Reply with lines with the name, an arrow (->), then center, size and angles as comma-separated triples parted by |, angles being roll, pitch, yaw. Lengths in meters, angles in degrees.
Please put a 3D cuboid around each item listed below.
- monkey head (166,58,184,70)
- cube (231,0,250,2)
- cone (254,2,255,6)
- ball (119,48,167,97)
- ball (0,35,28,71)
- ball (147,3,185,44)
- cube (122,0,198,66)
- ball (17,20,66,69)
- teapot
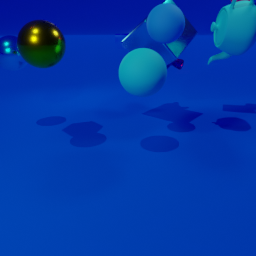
monkey head -> 1.295, -2.256, 9.368 | 0.989, 1.375, 0.829 | 15, 8, -18
cube -> 3.066, -3.857, 7.410 | 0.848, 0.848, 0.848 | -26, 30, 37
cone -> 3.668, -3.356, 7.997 | 0.917, 0.914, 0.914 | -4, 19, -32
ball -> 0.312, -1.155, 5.892 | 1.011, 1.011, 1.011 | 0, 20, 0
ball -> -3.078, -1.980, 7.430 | 0.911, 0.911, 0.911 | 0, 20, 0
ball -> 0.852, -2.358, 6.344 | 0.861, 0.861, 0.861 | 0, 20, 0
cube -> 0.880, -2.540, 7.881 | 1.292, 1.292, 1.292 | -51, 16, -27
ball -> -1.751, -1.697, 5.700 | 0.955, 0.955, 0.955 | 0, 20, 0
teapot -> 2.480, -2.336, 6.747 | 0.980, 2.002, 1.245 | 4, 49, -2
